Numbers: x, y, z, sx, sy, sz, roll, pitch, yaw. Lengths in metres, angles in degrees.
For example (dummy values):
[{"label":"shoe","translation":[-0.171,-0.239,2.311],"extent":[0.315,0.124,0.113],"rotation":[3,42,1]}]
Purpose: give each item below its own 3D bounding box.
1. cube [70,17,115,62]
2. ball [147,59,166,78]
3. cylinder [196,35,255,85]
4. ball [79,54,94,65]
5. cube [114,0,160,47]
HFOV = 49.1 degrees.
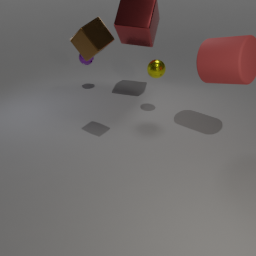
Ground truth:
[{"label":"cube","translation":[-0.926,-2.289,7.257],"extent":[0.700,0.700,0.700],"rotation":[-47,17,-32]},{"label":"ball","translation":[1.061,-2.210,10.482],"extent":[0.700,0.700,0.700],"rotation":[0,30,0]},{"label":"cylinder","translation":[3.063,-2.058,8.567],"extent":[1.400,1.400,1.400],"rotation":[-27,27,-38]},{"label":"ball","translation":[-1.932,-3.279,13.005],"extent":[0.700,0.700,0.700],"rotation":[0,30,0]},{"label":"cube","translation":[0.393,-4.256,11.180],"extent":[1.400,1.400,1.400],"rotation":[11,-11,13]}]
